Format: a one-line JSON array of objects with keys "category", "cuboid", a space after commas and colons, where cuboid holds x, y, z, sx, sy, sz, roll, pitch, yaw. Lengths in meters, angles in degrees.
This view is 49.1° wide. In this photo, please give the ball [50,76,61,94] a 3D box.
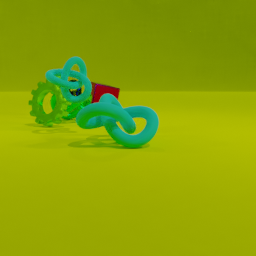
[{"category": "ball", "cuboid": [-2.640, -1.578, 10.510, 0.745, 0.745, 0.745, 0, 8, 0]}]

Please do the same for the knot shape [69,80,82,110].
[{"category": "knot shape", "cuboid": [-2.330, -1.354, 12.860, 0.723, 1.566, 1.465, -22, 35, -11]}]

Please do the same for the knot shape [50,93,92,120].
[{"category": "knot shape", "cuboid": [-1.795, -0.774, 9.704, 1.786, 0.825, 1.671, 7, -9, -14]}]

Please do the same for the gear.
[{"category": "gear", "cuboid": [-2.353, -0.759, 8.386, 1.400, 1.400, 0.259, 4, -4, 25]}]

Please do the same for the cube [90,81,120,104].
[{"category": "cube", "cuboid": [-1.139, -1.272, 11.656, 1.102, 1.102, 1.102, 7, 11, -31]}]

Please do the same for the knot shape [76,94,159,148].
[{"category": "knot shape", "cuboid": [-0.217, -0.227, 5.952, 1.638, 0.757, 1.533, 13, 16, -5]}]

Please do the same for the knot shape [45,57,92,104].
[{"category": "knot shape", "cuboid": [-1.376, -1.274, 7.009, 1.163, 1.089, 0.538, 34, -30, -14]}]
